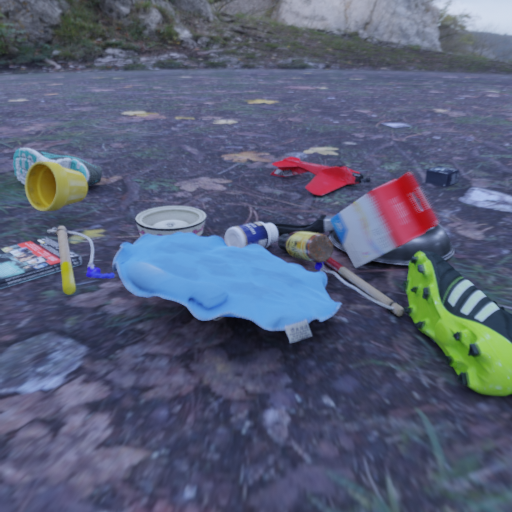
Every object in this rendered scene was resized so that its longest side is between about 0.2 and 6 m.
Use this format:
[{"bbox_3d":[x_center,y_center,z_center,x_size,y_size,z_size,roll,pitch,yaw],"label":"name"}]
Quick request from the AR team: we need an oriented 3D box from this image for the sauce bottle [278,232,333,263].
[{"bbox_3d":[0.778,-0.169,9.453,0.485,0.485,1.470,-8,6,-19],"label":"sauce bottle"}]

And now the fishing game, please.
[{"bbox_3d":[-0.384,0.401,7.803,4.641,0.721,3.323,5,17,-27],"label":"fishing game"}]

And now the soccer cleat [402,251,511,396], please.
[{"bbox_3d":[2.684,0.801,7.133,1.095,0.913,2.703,7,27,-11],"label":"soccer cleat"}]

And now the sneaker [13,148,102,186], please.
[{"bbox_3d":[-4.979,-2.135,14.106,2.518,0.977,1.148,17,15,22],"label":"sneaker"}]

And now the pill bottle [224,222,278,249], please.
[{"bbox_3d":[-0.062,-0.330,10.042,0.927,0.515,0.515,-15,27,-40],"label":"pill bottle"}]

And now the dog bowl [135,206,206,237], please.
[{"bbox_3d":[-1.597,-0.519,10.569,1.324,0.488,1.324,1,23,0],"label":"dog bowl"}]

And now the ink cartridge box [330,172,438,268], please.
[{"bbox_3d":[1.930,-0.522,8.659,0.545,0.941,1.621,-24,-7,-27],"label":"ink cartridge box"}]

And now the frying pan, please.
[{"bbox_3d":[1.911,-0.594,10.777,3.759,0.612,2.274,19,27,33],"label":"frying pan"}]

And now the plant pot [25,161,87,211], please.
[{"bbox_3d":[-3.960,-1.401,11.279,0.979,0.979,0.921,14,14,29],"label":"plant pot"}]

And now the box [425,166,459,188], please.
[{"bbox_3d":[4.746,-2.024,14.290,0.613,0.360,0.602,-22,31,-39],"label":"box"}]

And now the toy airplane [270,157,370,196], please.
[{"bbox_3d":[1.618,-2.159,14.413,2.775,0.510,2.775,1,21,0],"label":"toy airplane"}]

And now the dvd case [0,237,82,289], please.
[{"bbox_3d":[-4.047,0.131,9.410,1.775,0.195,1.295,-20,30,-41],"label":"dvd case"}]
